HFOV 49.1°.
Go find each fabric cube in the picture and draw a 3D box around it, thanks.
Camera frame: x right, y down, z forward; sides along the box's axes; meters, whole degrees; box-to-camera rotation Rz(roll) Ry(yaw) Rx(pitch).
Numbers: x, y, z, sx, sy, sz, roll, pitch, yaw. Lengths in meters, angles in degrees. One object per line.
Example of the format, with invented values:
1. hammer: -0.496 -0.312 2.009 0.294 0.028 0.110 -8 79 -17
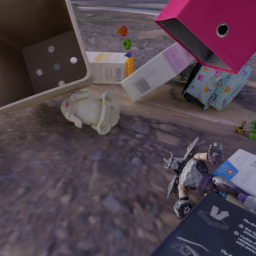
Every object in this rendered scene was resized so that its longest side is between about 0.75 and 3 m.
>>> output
1. fabric cube: 2.013 -2.548 6.173 1.826 1.855 1.861 37 10 -18

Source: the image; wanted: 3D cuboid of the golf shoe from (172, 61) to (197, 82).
1. golf shoe: 2.793 -2.054 10.871 2.571 1.007 1.250 15 -5 42

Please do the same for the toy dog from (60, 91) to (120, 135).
1. toy dog: -1.108 -0.540 7.710 1.588 1.108 1.539 10 9 21

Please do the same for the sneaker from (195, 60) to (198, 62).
1. sneaker: 3.504 -2.862 12.116 2.547 1.010 1.217 31 36 28

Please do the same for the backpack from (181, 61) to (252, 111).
1. backpack: 2.867 -1.717 8.726 1.627 2.122 1.865 31 37 17

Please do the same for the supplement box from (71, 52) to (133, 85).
1. supplement box: -1.073 -2.424 11.228 2.438 0.896 1.536 4 30 7

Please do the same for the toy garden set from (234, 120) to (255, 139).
1. toy garden set: 3.414 -0.033 7.687 0.826 0.198 0.991 13 32 22

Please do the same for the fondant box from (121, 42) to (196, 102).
1. fondant box: 1.370 -2.187 9.410 2.075 0.838 2.876 -26 12 50

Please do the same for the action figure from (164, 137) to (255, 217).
1. action figure: 1.474 1.032 4.732 2.224 1.447 0.772 32 22 35

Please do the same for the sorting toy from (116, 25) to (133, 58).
1. sorting toy: -0.168 -3.039 9.903 0.402 1.159 0.399 -12 7 45

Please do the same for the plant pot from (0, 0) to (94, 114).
1. plant pot: -2.500 -2.085 8.030 2.952 2.949 2.614 -18 -4 7

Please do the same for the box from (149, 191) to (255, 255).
1. box: 1.303 1.865 3.534 1.568 0.936 1.594 24 38 36

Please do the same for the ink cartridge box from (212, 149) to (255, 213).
1. ink cartridge box: 2.458 1.162 5.067 1.147 0.668 1.586 -26 38 -38
